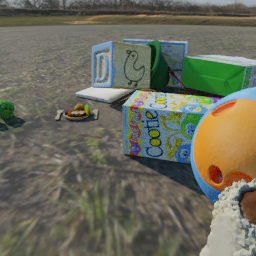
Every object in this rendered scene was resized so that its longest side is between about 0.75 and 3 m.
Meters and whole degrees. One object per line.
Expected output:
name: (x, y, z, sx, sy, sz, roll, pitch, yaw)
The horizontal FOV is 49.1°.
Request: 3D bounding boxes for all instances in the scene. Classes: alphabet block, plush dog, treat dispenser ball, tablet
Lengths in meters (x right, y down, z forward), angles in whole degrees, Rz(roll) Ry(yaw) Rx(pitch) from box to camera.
alphabet block: (-0.277, -2.240, 10.386, 1.646, 1.608, 1.617, -4, 10, -33)
plush dog: (1.693, 1.910, 2.819, 2.060, 1.924, 2.398, 6, 50, -21)
treat dispenser ball: (2.237, 0.456, 4.777, 2.296, 2.296, 2.296, 0, 25, 0)
tablet: (-0.723, -1.658, 11.921, 1.772, 0.186, 2.724, 14, 29, 28)

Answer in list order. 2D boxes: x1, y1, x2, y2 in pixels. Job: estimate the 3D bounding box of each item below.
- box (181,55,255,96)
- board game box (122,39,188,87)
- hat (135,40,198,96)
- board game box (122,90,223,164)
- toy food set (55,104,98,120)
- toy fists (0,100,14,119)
box: (4.034, -2.244, 11.592, 2.400, 1.315, 2.720, -15, 27, -42)
board game box: (1.156, -2.957, 12.651, 2.864, 1.926, 0.490, 10, 26, 20)
hat: (1.634, -2.142, 11.836, 2.244, 2.112, 2.549, 19, 56, -23)
board game box: (1.262, -0.043, 6.997, 2.560, 1.319, 1.342, 7, 25, 15)
toy food set: (-1.718, -0.560, 9.378, 1.406, 0.282, 0.971, -2, 25, -4)
toy fists: (-4.213, -0.545, 8.990, 1.137, 0.580, 0.391, -20, 31, -36)
